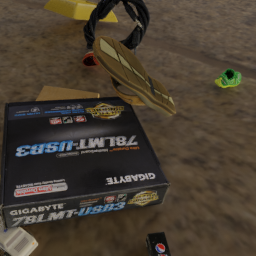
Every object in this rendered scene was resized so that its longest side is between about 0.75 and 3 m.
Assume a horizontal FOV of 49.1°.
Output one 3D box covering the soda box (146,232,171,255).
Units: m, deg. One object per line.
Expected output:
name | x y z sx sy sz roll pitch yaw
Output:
soda box | 0.519 2.075 4.331 0.307 0.275 0.869 -2 40 -11

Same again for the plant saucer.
plant saucer | -2.036 -5.240 12.288 2.434 0.590 2.433 -15 37 -42

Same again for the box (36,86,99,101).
box | -1.688 -0.420 7.310 1.618 0.211 1.979 8 39 -1

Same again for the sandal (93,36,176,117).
sandal | 0.144 -0.985 6.605 0.758 2.807 1.127 -29 48 28

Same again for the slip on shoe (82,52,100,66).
slip on shoe | -0.899 -2.269 9.088 1.506 0.558 0.461 1 45 38

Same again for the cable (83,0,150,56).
cable | -0.566 -3.709 9.991 2.750 2.244 0.699 19 16 33

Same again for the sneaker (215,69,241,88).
sneaker | 3.127 -1.528 8.460 1.197 0.500 0.443 -21 61 -39

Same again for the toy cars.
toy cars | -2.136 1.445 4.990 0.879 0.434 1.960 -12 41 -13

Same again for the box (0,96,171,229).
box | -0.991 0.424 5.675 2.842 0.706 2.821 -4 39 -17
